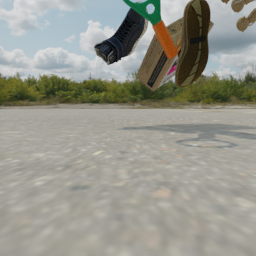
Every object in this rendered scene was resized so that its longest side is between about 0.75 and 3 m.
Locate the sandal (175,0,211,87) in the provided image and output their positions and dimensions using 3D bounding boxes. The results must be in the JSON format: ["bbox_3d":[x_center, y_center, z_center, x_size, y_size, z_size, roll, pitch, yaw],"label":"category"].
[{"bbox_3d":[1.723,-2.327,7.815,0.973,2.422,0.654,-12,32,-18],"label":"sandal"}]

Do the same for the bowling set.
[{"bbox_3d":[2.609,-3.464,6.693,1.174,1.522,2.187,-36,-30,-1],"label":"bowling set"}]

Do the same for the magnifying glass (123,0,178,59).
[{"bbox_3d":[0.611,-2.935,7.117,1.028,2.582,0.289,-31,27,5],"label":"magnifying glass"}]

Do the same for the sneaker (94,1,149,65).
[{"bbox_3d":[-0.245,-2.975,9.093,1.561,0.822,2.161,-33,-18,-37],"label":"sneaker"}]

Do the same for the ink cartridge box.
[{"bbox_3d":[1.683,-2.802,10.174,2.583,0.970,2.128,-40,-14,-32],"label":"ink cartridge box"}]
